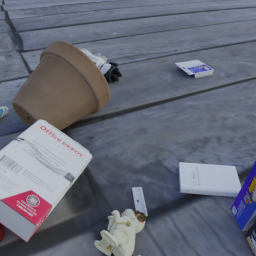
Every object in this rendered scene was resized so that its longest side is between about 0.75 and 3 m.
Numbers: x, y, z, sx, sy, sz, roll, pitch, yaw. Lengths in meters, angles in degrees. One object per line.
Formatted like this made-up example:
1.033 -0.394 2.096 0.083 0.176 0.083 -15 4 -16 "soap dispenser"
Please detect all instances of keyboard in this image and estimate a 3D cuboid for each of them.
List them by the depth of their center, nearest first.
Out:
0.302 1.942 7.439 0.274 0.052 0.973 -8 36 -3 "keyboard"

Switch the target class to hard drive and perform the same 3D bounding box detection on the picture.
2.295 1.448 7.969 1.624 0.217 1.071 3 36 5 "hard drive"

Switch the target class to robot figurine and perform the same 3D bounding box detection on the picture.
-0.914 -2.601 13.123 1.269 0.792 0.954 25 35 31 "robot figurine"

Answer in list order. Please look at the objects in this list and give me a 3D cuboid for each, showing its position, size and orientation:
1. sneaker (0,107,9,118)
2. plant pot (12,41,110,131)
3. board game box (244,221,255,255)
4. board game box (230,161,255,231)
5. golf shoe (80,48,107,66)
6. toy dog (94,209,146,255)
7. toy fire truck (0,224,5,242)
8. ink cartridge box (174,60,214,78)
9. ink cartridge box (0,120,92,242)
-4.884 -0.342 10.364 1.171 0.443 0.615 -34 59 -28 "sneaker"
-2.522 -1.116 9.721 2.916 2.916 2.543 26 60 31 "plant pot"
3.954 1.832 5.827 2.440 2.017 0.692 -10 48 -13 "board game box"
3.532 1.154 6.039 1.867 2.777 0.622 -11 47 -8 "board game box"
-2.170 -3.472 14.387 2.125 0.832 1.033 15 44 22 "golf shoe"
-0.033 2.309 6.322 1.091 0.785 1.125 29 42 16 "toy dog"
-3.715 1.945 6.574 1.884 1.258 2.243 15 35 -11 "toy fire truck"
3.271 -2.956 14.047 1.444 0.339 1.427 -15 40 -17 "ink cartridge box"
-2.353 1.173 7.066 1.818 1.043 2.503 35 39 1 "ink cartridge box"
